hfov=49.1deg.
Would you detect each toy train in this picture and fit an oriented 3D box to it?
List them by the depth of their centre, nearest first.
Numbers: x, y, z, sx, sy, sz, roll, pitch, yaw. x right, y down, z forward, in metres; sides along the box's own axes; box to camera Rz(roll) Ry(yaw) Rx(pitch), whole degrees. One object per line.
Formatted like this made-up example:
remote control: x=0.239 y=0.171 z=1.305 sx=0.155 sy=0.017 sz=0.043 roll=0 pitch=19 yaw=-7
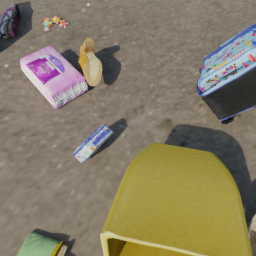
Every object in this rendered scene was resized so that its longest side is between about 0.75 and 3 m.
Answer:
toy train: x=-2.922 y=-4.222 z=11.188 sx=0.963 sy=0.268 sz=0.723 roll=-19 pitch=56 yaw=-14

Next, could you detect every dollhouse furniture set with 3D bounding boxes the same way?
dollhouse furniture set: x=-2.024 y=2.917 z=5.752 sx=1.023 sy=0.783 sz=1.561 roll=15 pitch=56 yaw=10

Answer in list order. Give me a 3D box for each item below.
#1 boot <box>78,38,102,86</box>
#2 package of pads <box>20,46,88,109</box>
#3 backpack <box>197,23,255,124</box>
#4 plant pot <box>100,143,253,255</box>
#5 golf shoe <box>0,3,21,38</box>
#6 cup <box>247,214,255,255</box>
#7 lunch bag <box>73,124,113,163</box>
boot: x=-1.254 y=-1.940 z=9.054 sx=0.583 sy=1.187 sz=1.657 roll=-5 pitch=77 yaw=-18
package of pads: x=-2.399 y=-1.660 z=9.019 sx=1.272 sy=0.799 sz=2.111 roll=-34 pitch=61 yaw=-22
backpack: x=3.347 y=-1.774 z=8.027 sx=1.786 sy=2.424 sz=2.655 roll=44 pitch=45 yaw=-16
plant pot: x=0.924 y=1.700 z=5.791 sx=2.364 sy=2.348 sz=2.418 roll=9 pitch=49 yaw=7
golf shoe: x=-4.733 y=-4.284 z=10.981 sx=0.854 sy=0.674 sz=1.855 roll=-2 pitch=54 yaw=-1
cup: x=3.113 y=2.609 z=5.670 sx=1.786 sy=1.278 sz=1.786 roll=0 pitch=55 yaw=-1
lunch bag: x=-0.904 y=0.378 z=7.413 sx=0.424 sy=0.898 sz=1.121 roll=44 pitch=50 yaw=-2
